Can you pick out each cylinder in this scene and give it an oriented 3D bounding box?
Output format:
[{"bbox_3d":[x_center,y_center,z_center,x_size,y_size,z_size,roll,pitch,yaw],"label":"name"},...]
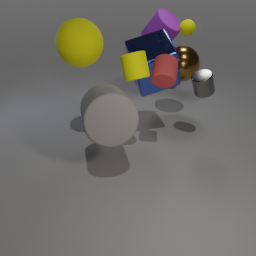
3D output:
[{"bbox_3d":[2.521,-1.488,9.397,0.700,0.700,0.700,-14,41,13],"label":"cylinder"},{"bbox_3d":[1.575,-4.610,13.232,1.400,1.400,1.400,20,50,-26],"label":"cylinder"},{"bbox_3d":[-0.545,-0.377,7.521,1.400,1.400,1.400,-6,20,-10],"label":"cylinder"},{"bbox_3d":[1.048,-1.619,7.998,0.700,0.700,0.700,6,66,11],"label":"cylinder"},{"bbox_3d":[0.191,-1.692,7.672,0.700,0.700,0.700,-12,10,2],"label":"cylinder"}]

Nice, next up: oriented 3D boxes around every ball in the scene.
[{"bbox_3d":[2.162,-2.565,11.205,1.400,1.400,1.400,0,29,0],"label":"ball"},{"bbox_3d":[-1.437,-2.523,8.326,1.400,1.400,1.400,0,29,0],"label":"ball"},{"bbox_3d":[2.633,-4.441,12.414,0.700,0.700,0.700,0,29,0],"label":"ball"}]

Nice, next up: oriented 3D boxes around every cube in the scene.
[{"bbox_3d":[0.826,-2.158,9.338,1.400,1.400,1.400,-18,52,1],"label":"cube"}]
